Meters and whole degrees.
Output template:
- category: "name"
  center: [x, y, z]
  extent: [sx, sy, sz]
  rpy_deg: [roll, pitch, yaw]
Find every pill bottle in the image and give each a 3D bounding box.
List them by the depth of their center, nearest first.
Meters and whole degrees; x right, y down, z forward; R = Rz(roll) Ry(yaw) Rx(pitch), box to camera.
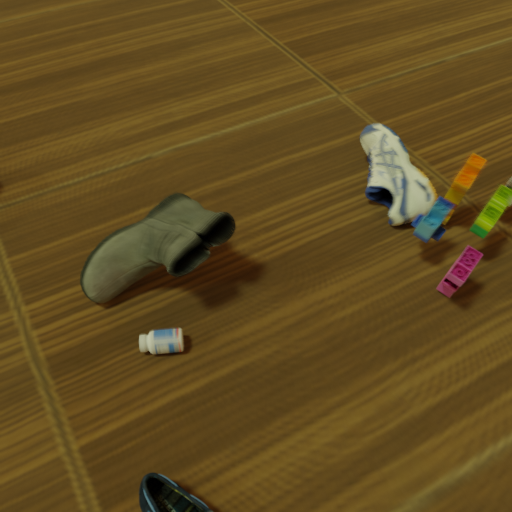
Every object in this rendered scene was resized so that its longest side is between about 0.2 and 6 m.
- category: "pill bottle"
  center: [-1.515, 1.373, 8.967]
  extent: [0.672, 0.377, 0.377]
  rpy_deg: [-4, 48, -4]

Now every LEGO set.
- category: "LEGO set"
  center: [3.748, -0.679, 10.252]
  extent: [1.261, 1.356, 3.305]
  rpy_deg: [36, 63, 15]

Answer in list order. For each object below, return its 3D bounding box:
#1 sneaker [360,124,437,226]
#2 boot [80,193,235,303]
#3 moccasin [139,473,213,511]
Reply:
- category: "sneaker"
  center: [2.561, -1.672, 11.220]
  extent: [1.075, 0.918, 2.439]
  rpy_deg: [-25, 56, -3]
- category: "boot"
  center: [-1.667, -0.032, 9.179]
  extent: [2.579, 0.873, 1.684]
  rpy_deg: [-43, 34, -11]
- category: "moccasin"
  center: [-0.749, 3.494, 6.854]
  extent: [2.082, 0.710, 0.838]
  rpy_deg: [28, 54, 23]
